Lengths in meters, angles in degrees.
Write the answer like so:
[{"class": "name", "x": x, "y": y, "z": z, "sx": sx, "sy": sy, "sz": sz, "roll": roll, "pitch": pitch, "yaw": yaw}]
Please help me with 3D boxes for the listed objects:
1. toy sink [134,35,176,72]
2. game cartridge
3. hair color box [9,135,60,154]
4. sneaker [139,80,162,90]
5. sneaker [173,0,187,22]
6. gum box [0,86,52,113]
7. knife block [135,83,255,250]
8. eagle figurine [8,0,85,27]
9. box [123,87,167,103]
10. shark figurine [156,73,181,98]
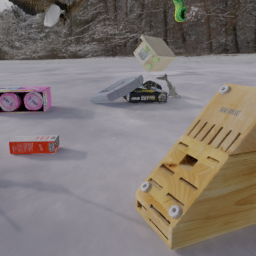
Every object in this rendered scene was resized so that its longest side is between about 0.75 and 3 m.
[{"class": "toy sink", "x": 0.880, "y": -2.638, "z": 10.112, "sx": 0.846, "sy": 0.984, "sz": 1.510, "roll": -43, "pitch": -14, "yaw": 32}, {"class": "game cartridge", "x": -0.391, "y": -1.601, "z": 11.515, "sx": 1.438, "sy": 0.449, "sz": 2.160, "roll": 7, "pitch": 33, "yaw": 46}, {"class": "hair color box", "x": -2.001, "y": 0.350, "z": 6.042, "sx": 0.945, "sy": 0.289, "sz": 0.480, "roll": -1, "pitch": 15, "yaw": -2}, {"class": "sneaker", "x": 1.151, "y": -2.153, "z": 14.413, "sx": 0.760, "sy": 0.662, "sz": 1.689, "roll": -8, "pitch": 18, "yaw": -39}, {"class": "sneaker", "x": 2.074, "y": -4.761, "z": 10.894, "sx": 0.441, "sy": 1.191, "sz": 0.498, "roll": -30, "pitch": 36, "yaw": -24}, {"class": "gum box", "x": -4.096, "y": -1.060, "z": 10.201, "sx": 2.324, "sy": 0.769, "sz": 1.319, "roll": -1, "pitch": 16, "yaw": -3}, {"class": "knife block", "x": 1.883, "y": 0.729, "z": 3.982, "sx": 2.898, "sy": 2.544, "sz": 0.927, "roll": -50, "pitch": 27, "yaw": -6}, {"class": "eagle figurine", "x": -2.149, "y": -3.424, "z": 6.988, "sx": 1.820, "sy": 1.381, "sz": 1.373, "roll": 39, "pitch": -10, "yaw": -26}, {"class": "box", "x": 0.632, "y": -1.459, "z": 12.180, "sx": 1.612, "sy": 0.491, "sz": 1.999, "roll": 0, "pitch": 15, "yaw": -12}, {"class": "shark figurine", "x": 1.849, "y": -1.708, "z": 12.696, "sx": 0.639, "sy": 1.531, "sz": 0.915, "roll": -36, "pitch": 49, "yaw": 8}]
